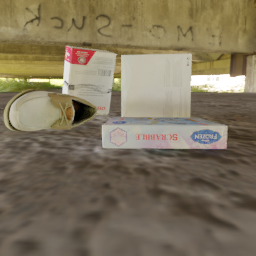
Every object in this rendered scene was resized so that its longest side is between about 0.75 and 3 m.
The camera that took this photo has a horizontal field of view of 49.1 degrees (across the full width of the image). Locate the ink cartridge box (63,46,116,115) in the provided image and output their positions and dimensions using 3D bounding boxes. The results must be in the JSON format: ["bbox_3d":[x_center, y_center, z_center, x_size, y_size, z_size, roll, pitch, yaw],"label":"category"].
[{"bbox_3d":[-1.488,-1.726,10.365,1.684,2.319,0.967,0,20,-27],"label":"ink cartridge box"}]

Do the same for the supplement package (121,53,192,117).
[{"bbox_3d":[0.995,-1.343,9.343,2.174,2.079,1.599,2,9,12],"label":"supplement package"}]

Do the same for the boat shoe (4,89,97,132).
[{"bbox_3d":[-1.779,-0.457,7.047,0.936,1.022,2.736,9,14,23],"label":"boat shoe"}]

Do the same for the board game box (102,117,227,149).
[{"bbox_3d":[0.610,0.044,5.493,2.029,0.418,2.034,1,6,2],"label":"board game box"}]
